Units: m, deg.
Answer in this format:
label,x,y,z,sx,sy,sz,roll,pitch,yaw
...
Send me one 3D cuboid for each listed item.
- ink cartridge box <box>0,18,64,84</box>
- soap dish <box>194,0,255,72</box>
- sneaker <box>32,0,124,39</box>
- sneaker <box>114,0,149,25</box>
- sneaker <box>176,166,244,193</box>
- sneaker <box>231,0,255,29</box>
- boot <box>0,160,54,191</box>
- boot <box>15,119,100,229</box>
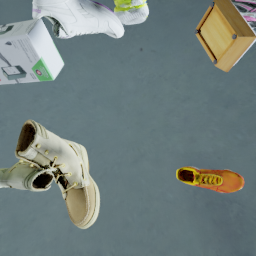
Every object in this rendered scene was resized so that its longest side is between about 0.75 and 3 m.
label,x,y,z,sx,sy,sz,roll,pitch,yaw
ink cartridge box,-2.415,-1.613,6.142,1.590,1.161,0.668,-1,48,21
soap dish,1.650,-1.643,4.897,0.429,0.832,1.057,-9,63,-25
sneaker,-1.192,-2.611,6.829,0.895,2.392,1.191,29,100,52
sneaker,0.031,-3.762,7.418,0.969,2.558,1.344,-2,88,5
sneaker,1.531,1.003,5.350,1.290,0.498,0.471,-1,89,37
sneaker,3.046,-2.595,6.093,1.886,0.757,0.814,1,88,-10
boot,-2.037,1.014,5.962,1.086,1.404,0.506,0,92,17
boot,-1.525,0.949,6.033,0.830,1.773,2.281,-34,47,16
